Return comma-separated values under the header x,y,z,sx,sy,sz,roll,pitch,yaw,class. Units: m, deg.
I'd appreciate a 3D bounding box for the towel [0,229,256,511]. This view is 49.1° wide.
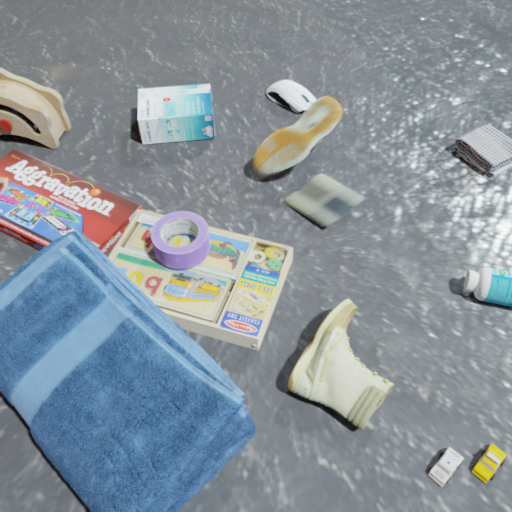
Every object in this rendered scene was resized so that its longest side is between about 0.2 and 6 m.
x,y,z,sx,sy,sz,roll,pitch,yaw,class
-2.498,1.796,8.860,2.721,1.183,4.874,-44,62,-14,towel

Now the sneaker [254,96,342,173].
x,y,z,sx,sy,sz,roll,pitch,yaw,class
0.989,-2.603,12.884,2.371,1.039,0.897,-37,84,-7,sneaker

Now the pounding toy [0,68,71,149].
x,y,z,sx,sy,sz,roll,pitch,yaw,class
-6.106,-3.226,13.211,2.956,1.690,1.696,21,51,-7,pounding toy

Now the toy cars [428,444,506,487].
x,y,z,sx,sy,sz,roll,pitch,yaw,class
3.259,3.168,8.578,1.283,0.284,0.575,-4,50,-3,toy cars

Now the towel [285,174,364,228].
x,y,z,sx,sy,sz,roll,pitch,yaw,class
1.485,-1.216,12.282,1.233,0.221,1.280,-37,55,-24,towel

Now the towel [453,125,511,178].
x,y,z,sx,sy,sz,roll,pitch,yaw,class
5.455,-2.501,13.167,1.031,0.533,1.245,-27,55,-20,towel

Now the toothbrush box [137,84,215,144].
x,y,z,sx,sy,sz,roll,pitch,yaw,class
-1.973,-3.520,13.862,1.824,0.778,1.335,-6,50,-3,toothbrush box

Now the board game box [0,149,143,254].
x,y,z,sx,sy,sz,roll,pitch,yaw,class
-4.512,-1.070,12.088,3.744,0.364,1.927,23,53,18,board game box

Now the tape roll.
x,y,z,sx,sy,sz,roll,pitch,yaw,class
-1.448,-0.308,10.786,1.107,0.470,1.107,0,49,0,tape roll

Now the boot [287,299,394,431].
x,y,z,sx,sy,sz,roll,pitch,yaw,class
1.630,1.788,9.461,1.527,0.712,1.974,26,60,21,boot

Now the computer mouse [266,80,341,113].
x,y,z,sx,sy,sz,roll,pitch,yaw,class
1.128,-4.076,14.526,2.146,0.471,1.177,35,59,25,computer mouse

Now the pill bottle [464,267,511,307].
x,y,z,sx,sy,sz,roll,pitch,yaw,class
4.543,0.577,10.514,1.154,0.639,0.639,12,51,9,pill bottle

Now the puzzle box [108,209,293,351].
x,y,z,sx,sy,sz,roll,pitch,yaw,class
-1.211,0.363,10.822,3.410,0.433,2.268,14,52,11,puzzle box
